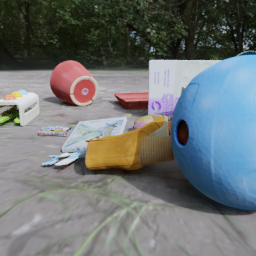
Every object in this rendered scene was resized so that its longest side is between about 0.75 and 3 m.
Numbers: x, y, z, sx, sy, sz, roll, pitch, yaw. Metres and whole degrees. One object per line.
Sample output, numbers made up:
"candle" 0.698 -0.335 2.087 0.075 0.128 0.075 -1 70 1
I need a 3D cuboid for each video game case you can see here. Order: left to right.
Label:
"video game case" -0.797 0.137 7.098 1.359 0.164 1.490 -6 26 11

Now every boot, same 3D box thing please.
"boot" 0.026 0.286 6.144 1.786 0.878 2.495 -5 10 5

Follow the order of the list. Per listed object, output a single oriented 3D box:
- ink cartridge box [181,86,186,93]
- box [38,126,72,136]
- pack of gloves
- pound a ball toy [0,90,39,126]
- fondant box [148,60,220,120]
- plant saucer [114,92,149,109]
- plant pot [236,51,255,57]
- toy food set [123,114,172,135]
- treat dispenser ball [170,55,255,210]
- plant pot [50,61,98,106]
"ink cartridge box" 2.765 -0.725 8.086 2.163 0.519 1.574 4 18 -8
"box" -2.115 0.089 8.193 0.840 0.168 0.575 1 15 5
"pack of gloves" -1.343 0.582 5.936 0.749 0.176 0.892 -9 8 26
"pound a ball toy" -4.146 -0.714 9.584 1.576 1.027 2.416 0 14 -2
"fondant box" 2.165 -1.319 9.819 2.854 2.059 0.831 3 15 12
"plant saucer" 0.738 -1.270 12.866 2.390 0.439 2.394 -4 16 -15
"plant pot" 7.327 -3.212 17.237 2.482 2.482 1.671 1 -12 3
"toy food set" 1.108 0.000 7.852 2.870 0.452 1.824 3 16 19
"treat dispenser ball" 1.766 0.061 4.218 2.256 2.256 2.256 0 15 0
"plant pot" -2.381 -1.946 12.960 1.977 1.977 1.749 -10 29 -34
